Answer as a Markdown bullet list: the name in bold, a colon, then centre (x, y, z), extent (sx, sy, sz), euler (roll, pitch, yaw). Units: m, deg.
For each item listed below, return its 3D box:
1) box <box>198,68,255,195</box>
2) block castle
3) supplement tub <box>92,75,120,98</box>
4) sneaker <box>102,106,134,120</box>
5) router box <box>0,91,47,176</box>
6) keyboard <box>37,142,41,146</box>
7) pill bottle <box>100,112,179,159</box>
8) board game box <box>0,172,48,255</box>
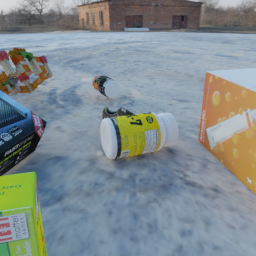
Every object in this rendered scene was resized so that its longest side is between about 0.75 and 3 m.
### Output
- **box**: centre (2.613, 0.011, 5.230), extent (1.355, 1.730, 2.781), euler (-5, 23, -12)
- **block castle**: centre (-3.672, -1.859, 9.163), extent (1.454, 1.021, 2.176), euler (-32, -5, 24)
- **supplement tub**: centre (-0.796, -1.483, 9.837), extent (0.649, 0.649, 1.059), euler (-14, 29, -30)
- **sneaker**: centre (-0.085, -0.270, 7.517), extent (1.370, 0.518, 0.483), euler (7, 24, 18)
- **router box**: centre (-3.126, 0.111, 4.924), extent (2.121, 0.879, 2.831), euler (33, 28, 2)
- **keyboard**: centre (-2.945, 0.282, 6.769), extent (1.778, 0.095, 0.500), euler (12, 20, 24)
- **pill bottle**: centre (0.249, 0.126, 6.095), extent (1.546, 0.884, 0.884), euler (-9, 24, -21)
- **board game box**: centre (-2.162, 1.297, 2.668), extent (2.599, 1.320, 0.619), euler (-6, 25, -14)
